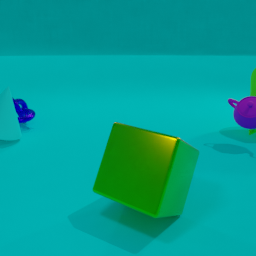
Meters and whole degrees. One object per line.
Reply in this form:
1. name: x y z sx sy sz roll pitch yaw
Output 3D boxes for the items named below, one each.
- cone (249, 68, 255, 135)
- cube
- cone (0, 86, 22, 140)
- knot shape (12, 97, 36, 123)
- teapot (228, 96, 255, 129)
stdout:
1. cone: 3.369 -0.429 6.798 1.668 1.662 1.662 -48 36 -17
2. cube: 0.264 0.540 3.600 0.911 0.911 0.911 14 -6 31
3. cone: -2.886 -0.437 6.454 1.103 1.107 1.103 19 11 -4
4. knot shape: -3.120 -0.544 7.725 1.040 0.513 1.111 36 2 -26
5. teapot: 2.668 -0.352 5.995 1.182 0.735 0.579 33 -10 37
